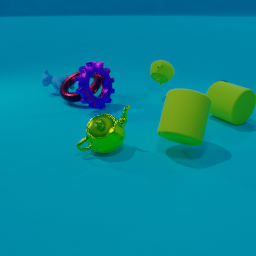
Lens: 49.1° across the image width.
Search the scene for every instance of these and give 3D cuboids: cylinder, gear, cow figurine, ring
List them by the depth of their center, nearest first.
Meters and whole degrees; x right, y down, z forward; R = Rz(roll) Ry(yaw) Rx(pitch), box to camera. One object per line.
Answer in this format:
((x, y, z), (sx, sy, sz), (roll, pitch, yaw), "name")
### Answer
((1.425, -0.254, 7.110), (1.142, 1.142, 1.142), (15, -11, 3), "cylinder")
((3.296, -0.830, 9.090), (1.159, 1.159, 1.159), (-15, 29, -29), "cylinder")
((-1.143, -1.516, 9.985), (0.308, 1.663, 1.663), (2, 20, 41), "gear")
((-1.828, -1.663, 10.870), (1.774, 0.355, 1.774), (-12, 44, 12), "ring")
((-2.970, -2.004, 11.799), (1.241, 0.681, 1.221), (-26, 64, -29), "cow figurine")

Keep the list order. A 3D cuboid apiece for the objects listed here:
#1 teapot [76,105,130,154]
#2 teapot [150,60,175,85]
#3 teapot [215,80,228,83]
((-0.573, 0.054, 7.183), (1.713, 0.839, 1.065), (-36, 52, -12), "teapot")
((1.291, -2.159, 10.926), (0.982, 1.579, 0.773), (18, 73, 16), "teapot")
((3.948, -1.671, 11.735), (1.089, 0.533, 0.677), (-4, -15, 35), "teapot")
